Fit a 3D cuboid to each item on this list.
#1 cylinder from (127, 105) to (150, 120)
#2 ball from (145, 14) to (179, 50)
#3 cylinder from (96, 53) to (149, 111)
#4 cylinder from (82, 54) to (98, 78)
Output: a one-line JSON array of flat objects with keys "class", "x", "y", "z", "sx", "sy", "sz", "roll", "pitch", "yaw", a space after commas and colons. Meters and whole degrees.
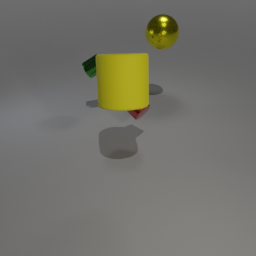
[{"class": "cylinder", "x": 0.280, "y": -0.761, "z": 9.706, "sx": 0.700, "sy": 0.700, "sz": 0.700, "roll": 45, "pitch": 47, "yaw": 12}, {"class": "ball", "x": 1.415, "y": -3.958, "z": 11.596, "sx": 1.400, "sy": 1.400, "sz": 1.400, "roll": 0, "pitch": 31, "yaw": 0}, {"class": "cylinder", "x": -0.141, "y": -1.287, "z": 7.604, "sx": 1.400, "sy": 1.400, "sz": 1.400, "roll": -1, "pitch": 15, "yaw": 0}, {"class": "cylinder", "x": -1.352, "y": -2.462, "z": 11.158, "sx": 0.700, "sy": 0.700, "sz": 0.700, "roll": -29, "pitch": 29, "yaw": 14}]
